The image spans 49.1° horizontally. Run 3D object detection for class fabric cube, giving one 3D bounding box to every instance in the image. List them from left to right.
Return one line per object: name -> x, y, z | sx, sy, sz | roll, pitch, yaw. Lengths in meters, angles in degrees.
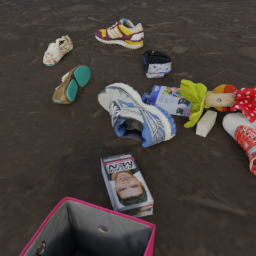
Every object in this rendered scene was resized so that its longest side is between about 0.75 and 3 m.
fabric cube -> -0.547, 2.149, 3.930 | 1.496, 1.492, 1.468 | 13, 38, 17

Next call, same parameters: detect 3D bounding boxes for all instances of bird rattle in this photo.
bird rattle -> 2.702, -0.882, 7.749 | 2.462, 1.387, 2.007 | -7, 9, 31

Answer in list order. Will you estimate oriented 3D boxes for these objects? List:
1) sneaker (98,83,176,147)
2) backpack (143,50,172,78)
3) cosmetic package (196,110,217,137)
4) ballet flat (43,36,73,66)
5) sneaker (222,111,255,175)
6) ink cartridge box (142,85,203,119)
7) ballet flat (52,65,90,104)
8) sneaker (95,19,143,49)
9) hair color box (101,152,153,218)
sneaker -> -0.064, -0.390, 7.924 | 1.211, 1.095, 2.842 | -32, 45, -31
backpack -> 1.159, -2.466, 10.993 | 1.094, 0.885, 1.148 | -5, 41, 2
cosmetic package -> 2.274, -0.144, 8.099 | 0.296, 0.419, 0.810 | 21, 39, 27
ballet flat -> -3.220, -3.582, 12.691 | 0.872, 0.737, 2.306 | 6, 36, 11
sneaker -> 3.175, 0.418, 6.932 | 1.336, 0.832, 2.492 | -25, 45, -34
ink cartridge box -> 1.433, -0.917, 9.218 | 2.070, 0.434, 1.235 | 7, 35, 13
ballet flat -> -2.059, -1.548, 9.946 | 0.844, 0.791, 2.333 | -9, 36, 19
sneaker -> -0.450, -4.893, 14.064 | 2.828, 1.274, 1.060 | 19, 40, 25
hair color box -> -0.065, 1.229, 6.111 | 0.757, 0.463, 1.528 | -9, 37, -14
